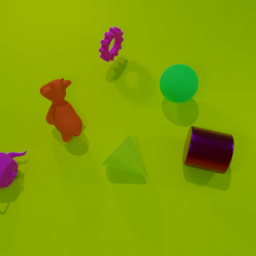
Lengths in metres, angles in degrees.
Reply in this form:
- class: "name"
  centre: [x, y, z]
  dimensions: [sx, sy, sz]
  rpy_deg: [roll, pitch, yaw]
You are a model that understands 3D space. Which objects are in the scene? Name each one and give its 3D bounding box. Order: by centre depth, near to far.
- class: "teapot"
  centre: [-3.389, 1.153, 7.623]
  dimensions: [0.788, 1.001, 1.610]
  rpy_deg: [16, 47, 8]
- class: "cone"
  centre: [0.080, 0.968, 7.779]
  dimensions: [1.129, 1.124, 1.124]
  rpy_deg: [43, 71, 3]
- class: "cylinder"
  centre: [2.193, 0.604, 7.779]
  dimensions: [1.136, 1.136, 1.136]
  rpy_deg: [13, 66, 5]
- class: "cow figurine"
  centre: [-1.830, -0.528, 7.885]
  dimensions: [0.894, 1.602, 1.628]
  rpy_deg: [-33, 77, -33]
- class: "ball"
  centre: [1.529, -1.330, 8.420]
  dimensions: [1.166, 1.166, 1.166]
  rpy_deg: [0, 65, 0]
- class: "gear"
  centre: [-0.529, -2.701, 9.079]
  dimensions: [0.205, 1.106, 1.106]
  rpy_deg: [29, 68, 18]
